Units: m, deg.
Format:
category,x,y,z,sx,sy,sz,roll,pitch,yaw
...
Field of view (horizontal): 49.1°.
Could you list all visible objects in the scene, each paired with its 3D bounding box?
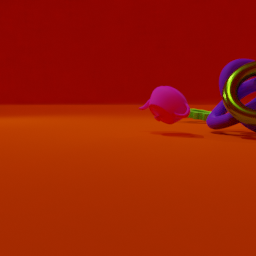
category,x,y,z,sx,sy,sz,roll,pitch,yaw
ring,2.832,-0.763,5.865,1.649,1.649,0.330,3,-28,26
teapot,0.859,-0.484,6.578,1.538,0.753,0.956,19,-25,50
gear,2.731,-0.518,10.725,1.401,0.259,1.401,7,11,-1
knot shape,2.854,-0.811,6.737,2.018,1.889,0.933,-6,-24,42
